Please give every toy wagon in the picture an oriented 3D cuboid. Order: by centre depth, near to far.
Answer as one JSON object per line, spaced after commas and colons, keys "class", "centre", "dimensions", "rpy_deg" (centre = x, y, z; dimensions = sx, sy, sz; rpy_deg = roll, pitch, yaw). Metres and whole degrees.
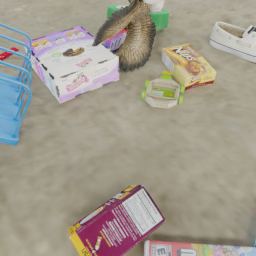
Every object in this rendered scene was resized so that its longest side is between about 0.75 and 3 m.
{"class": "toy wagon", "centre": [1.088, -1.171, 8.431], "dimensions": [1.179, 0.301, 1.520], "rpy_deg": [10, 46, 9]}

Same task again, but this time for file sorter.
{"class": "file sorter", "centre": [-3.469, -1.298, 6.889], "dimensions": [1.957, 1.730, 2.820], "rpy_deg": [14, 35, -29]}

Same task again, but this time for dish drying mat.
{"class": "dish drying mat", "centre": [-4.341, -2.656, 10.023], "dimensions": [0.337, 0.080, 0.877], "rpy_deg": [22, 50, 21]}

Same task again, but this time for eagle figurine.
{"class": "eagle figurine", "centre": [0.024, -3.240, 8.809], "dimensions": [1.875, 1.865, 2.471], "rpy_deg": [12, 66, -7]}

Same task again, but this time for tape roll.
{"class": "tape roll", "centre": [0.382, -4.335, 10.866], "dimensions": [2.394, 0.575, 2.394], "rpy_deg": [5, 29, -3]}

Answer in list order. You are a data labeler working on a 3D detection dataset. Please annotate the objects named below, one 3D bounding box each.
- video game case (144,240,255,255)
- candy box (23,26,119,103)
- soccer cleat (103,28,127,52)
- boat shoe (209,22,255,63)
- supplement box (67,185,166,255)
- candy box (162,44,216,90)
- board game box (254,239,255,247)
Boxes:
{"class": "video game case", "centre": [1.565, 2.842, 4.369], "dimensions": [2.686, 0.234, 1.920], "rpy_deg": [2, 53, 4]}
{"class": "candy box", "centre": [-1.813, -2.138, 8.941], "dimensions": [2.116, 0.902, 2.522], "rpy_deg": [-25, 50, -23]}
{"class": "soccer cleat", "centre": [-0.393, -3.312, 10.256], "dimensions": [0.611, 0.656, 1.793], "rpy_deg": [33, 54, 28]}
{"class": "boat shoe", "centre": [4.249, -3.060, 9.791], "dimensions": [2.773, 0.968, 0.983], "rpy_deg": [30, 53, 26]}
{"class": "supplement box", "centre": [-0.239, 1.697, 4.868], "dimensions": [1.461, 0.956, 0.754], "rpy_deg": [-32, 86, -19]}
{"class": "candy box", "centre": [1.927, -2.034, 9.120], "dimensions": [1.041, 0.499, 1.804], "rpy_deg": [-13, 47, -13]}
{"class": "board game box", "centre": [3.219, 2.053, 5.300], "dimensions": [1.399, 0.282, 1.070], "rpy_deg": [19, 49, 17]}
